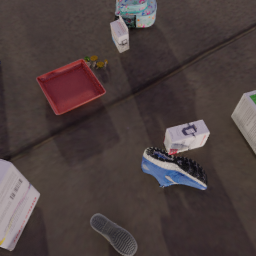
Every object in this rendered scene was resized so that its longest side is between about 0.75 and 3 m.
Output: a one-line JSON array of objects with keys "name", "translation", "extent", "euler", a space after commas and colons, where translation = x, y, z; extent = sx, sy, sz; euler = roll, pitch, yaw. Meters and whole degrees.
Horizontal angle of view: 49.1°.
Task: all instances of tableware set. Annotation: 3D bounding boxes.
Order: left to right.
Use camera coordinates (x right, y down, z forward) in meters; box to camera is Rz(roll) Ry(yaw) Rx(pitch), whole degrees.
[{"name": "tableware set", "translation": [-1.134, -2.303, 9.780], "extent": [0.849, 0.130, 0.572], "euler": [2, 56, 3]}]

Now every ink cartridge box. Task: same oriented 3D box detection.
[{"name": "ink cartridge box", "translation": [-3.205, 1.639, 6.265], "extent": [1.483, 2.031, 1.490], "euler": [14, 60, 10]}, {"name": "ink cartridge box", "translation": [-0.284, -3.228, 9.643], "extent": [0.385, 1.155, 0.669], "euler": [-25, 73, -5]}, {"name": "ink cartridge box", "translation": [1.613, 0.268, 7.824], "extent": [1.086, 0.786, 0.458], "euler": [-14, 60, -8]}]

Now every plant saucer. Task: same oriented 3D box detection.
[{"name": "plant saucer", "translation": [-1.835, -1.302, 9.054], "extent": [1.717, 0.316, 1.720], "euler": [-27, 63, -15]}]

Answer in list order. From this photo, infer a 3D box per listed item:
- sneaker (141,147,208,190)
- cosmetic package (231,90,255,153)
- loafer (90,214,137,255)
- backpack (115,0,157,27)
[{"name": "sneaker", "translation": [1.206, 1.178, 7.356], "extent": [1.850, 0.825, 0.726], "euler": [23, 32, 4]}, {"name": "cosmetic package", "translation": [4.281, 0.261, 7.607], "extent": [1.490, 1.175, 2.769], "euler": [-17, 59, -12]}, {"name": "loafer", "translation": [-0.327, 2.497, 6.666], "extent": [1.318, 0.459, 0.496], "euler": [42, 77, 2]}, {"name": "backpack", "translation": [0.306, -4.499, 10.548], "extent": [1.563, 1.177, 1.387], "euler": [5, 59, -3]}]
